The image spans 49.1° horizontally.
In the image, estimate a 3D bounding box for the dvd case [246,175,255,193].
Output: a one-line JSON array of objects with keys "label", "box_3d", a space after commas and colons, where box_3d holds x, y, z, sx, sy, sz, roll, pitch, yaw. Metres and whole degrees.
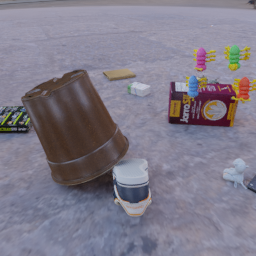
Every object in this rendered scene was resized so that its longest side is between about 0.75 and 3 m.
[{"label": "dvd case", "box_3d": [4.980, 1.391, 8.182, 2.471, 0.197, 1.837, -37, 44, -26]}]

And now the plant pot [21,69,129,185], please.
[{"label": "plant pot", "box_3d": [-1.638, -0.167, 8.321, 2.632, 2.606, 2.632, -19, 22, 8]}]

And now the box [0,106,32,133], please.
[{"label": "box", "box_3d": [-4.768, -0.388, 11.642, 1.728, 0.425, 1.790, 1, 29, -2]}]

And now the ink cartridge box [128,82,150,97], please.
[{"label": "ink cartridge box", "box_3d": [0.565, -1.989, 14.389, 0.972, 0.408, 0.704, 20, 36, 31]}]

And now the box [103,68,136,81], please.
[{"label": "box", "box_3d": [-0.538, -3.216, 16.740, 1.632, 0.174, 1.334, -12, 32, -19]}]

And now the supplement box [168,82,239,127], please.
[{"label": "supplement box", "box_3d": [3.038, -1.001, 11.620, 2.664, 1.470, 1.141, 3, 30, 5]}]

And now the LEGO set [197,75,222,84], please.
[{"label": "LEGO set", "box_3d": [4.080, -2.319, 14.557, 1.868, 0.815, 2.876, -13, 33, -21]}]

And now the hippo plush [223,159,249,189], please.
[{"label": "hippo plush", "box_3d": [3.255, 1.293, 8.475, 0.663, 0.669, 0.832, 5, 31, 9]}]

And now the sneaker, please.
[{"label": "sneaker", "box_3d": [0.075, 1.547, 7.811, 1.079, 1.092, 2.751, -3, 5, 2]}]

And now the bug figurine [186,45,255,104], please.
[{"label": "bug figurine", "box_3d": [3.012, -1.775, 9.444, 2.560, 1.985, 0.659, 8, 29, 33]}]
